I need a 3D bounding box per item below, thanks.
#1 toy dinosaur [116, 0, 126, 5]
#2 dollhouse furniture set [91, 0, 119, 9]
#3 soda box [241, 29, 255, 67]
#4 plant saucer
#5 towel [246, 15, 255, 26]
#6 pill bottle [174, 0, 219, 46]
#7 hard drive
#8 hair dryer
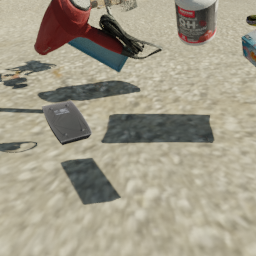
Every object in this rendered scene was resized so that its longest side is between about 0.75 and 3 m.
[{"bbox_3d":[-0.108,-4.844,9.471,0.918,2.139,1.450,42,20,21],"label":"toy dinosaur"},{"bbox_3d":[-1.006,-4.358,8.084,0.769,1.574,1.343,-25,35,-16],"label":"dollhouse furniture set"},{"bbox_3d":[2.287,-1.017,4.242,0.454,0.422,1.328,-27,47,5],"label":"soda box"},{"bbox_3d":[-0.981,-2.225,7.032,2.168,0.758,0.206,27,39,-13],"label":"plant saucer"},{"bbox_3d":[3.746,-1.975,6.028,2.174,0.248,1.561,16,18,-14],"label":"towel"},{"bbox_3d":[1.898,-3.403,7.774,1.171,2.115,1.171,-6,63,12],"label":"pill bottle"},{"bbox_3d":[-0.947,-0.085,4.296,0.551,0.173,0.816,-16,50,-29],"label":"hard drive"},{"bbox_3d":[-0.629,-1.603,4.892,2.341,1.783,0.636,-2,58,12],"label":"hair dryer"}]
